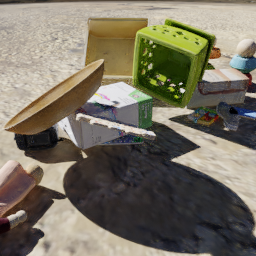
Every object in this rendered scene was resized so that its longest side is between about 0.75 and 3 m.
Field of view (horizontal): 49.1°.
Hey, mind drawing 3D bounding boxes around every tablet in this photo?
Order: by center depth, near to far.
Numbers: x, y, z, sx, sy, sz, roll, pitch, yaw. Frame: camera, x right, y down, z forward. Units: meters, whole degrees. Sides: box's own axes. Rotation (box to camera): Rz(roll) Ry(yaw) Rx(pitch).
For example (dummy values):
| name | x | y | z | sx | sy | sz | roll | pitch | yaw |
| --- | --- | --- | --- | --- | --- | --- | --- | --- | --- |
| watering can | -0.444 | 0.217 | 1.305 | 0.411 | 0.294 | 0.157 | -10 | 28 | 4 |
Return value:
| name | x | y | z | sx | sy | sz | roll | pitch | yaw |
| --- | --- | --- | --- | --- | --- | --- | --- | --- | --- |
| tablet | 3.998 | -0.552 | 9.871 | 0.990 | 0.068 | 0.644 | 16 | 33 | 24 |

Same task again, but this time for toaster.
| name | x | y | z | sx | sy | sz | roll | pitch | yaw |
| --- | --- | --- | --- | --- | --- | --- | --- | --- | --- |
| toaster | -2.498 | 0.124 | 7.985 | 1.360 | 0.773 | 0.878 | -5 | 28 | -7 |

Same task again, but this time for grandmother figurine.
| name | x | y | z | sx | sy | sz | roll | pitch | yaw |
| --- | --- | --- | --- | --- | --- | --- | --- | --- | --- |
| grandmother figurine | -2.823 | 1.606 | 5.402 | 1.638 | 0.818 | 2.702 | -1 | 26 | 16 |

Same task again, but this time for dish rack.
| name | x | y | z | sx | sy | sz | roll | pitch | yaw |
| --- | --- | --- | --- | --- | --- | --- | --- | --- | --- |
| dish rack | 1.489 | -2.718 | 13.200 | 2.035 | 0.555 | 1.561 | -4 | 31 | -7 |

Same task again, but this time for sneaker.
| name | x | y | z | sx | sy | sz | roll | pitch | yaw |
| --- | --- | --- | --- | --- | --- | --- | --- | --- | --- |
| sneaker | 3.364 | -0.525 | 9.181 | 0.555 | 0.609 | 1.487 | 11 | 32 | -10 |

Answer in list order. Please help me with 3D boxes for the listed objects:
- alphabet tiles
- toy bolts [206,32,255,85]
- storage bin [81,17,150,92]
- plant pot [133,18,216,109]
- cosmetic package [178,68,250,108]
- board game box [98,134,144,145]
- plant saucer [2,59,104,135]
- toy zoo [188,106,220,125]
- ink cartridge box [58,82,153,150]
| name | x | y | z | sx | sy | sz | roll | pitch | yaw |
| --- | --- | --- | --- | --- | --- | --- | --- | --- | --- |
| alphabet tiles | -0.219 | -0.039 | 5.342 | 1.479 | 0.108 | 1.446 | 15 | 6 | -3 |
| toy bolts | 3.896 | -2.775 | 11.797 | 2.897 | 2.009 | 2.767 | 15 | 33 | 24 |
| storage bin | -0.510 | -2.994 | 11.447 | 2.718 | 1.283 | 2.738 | 2 | 72 | 3 |
| plant pot | 1.526 | -2.221 | 9.078 | 2.086 | 2.075 | 1.893 | 28 | 51 | 21 |
| cosmetic package | 3.134 | -1.542 | 10.604 | 2.359 | 1.029 | 1.219 | -7 | 34 | -12 |
| board game box | -0.267 | 0.069 | 8.673 | 1.363 | 0.176 | 1.363 | -2 | 29 | -3 |
| plant saucer | -1.632 | -0.662 | 6.704 | 2.839 | 0.503 | 2.839 | -30 | 20 | 12 |
| toy zoo | 2.595 | -0.410 | 9.563 | 0.791 | 0.123 | 1.205 | 23 | 37 | 34 |
| ink cartridge box | -0.715 | -0.480 | 8.423 | 2.391 | 1.004 | 1.731 | -18 | 34 | -29 |
